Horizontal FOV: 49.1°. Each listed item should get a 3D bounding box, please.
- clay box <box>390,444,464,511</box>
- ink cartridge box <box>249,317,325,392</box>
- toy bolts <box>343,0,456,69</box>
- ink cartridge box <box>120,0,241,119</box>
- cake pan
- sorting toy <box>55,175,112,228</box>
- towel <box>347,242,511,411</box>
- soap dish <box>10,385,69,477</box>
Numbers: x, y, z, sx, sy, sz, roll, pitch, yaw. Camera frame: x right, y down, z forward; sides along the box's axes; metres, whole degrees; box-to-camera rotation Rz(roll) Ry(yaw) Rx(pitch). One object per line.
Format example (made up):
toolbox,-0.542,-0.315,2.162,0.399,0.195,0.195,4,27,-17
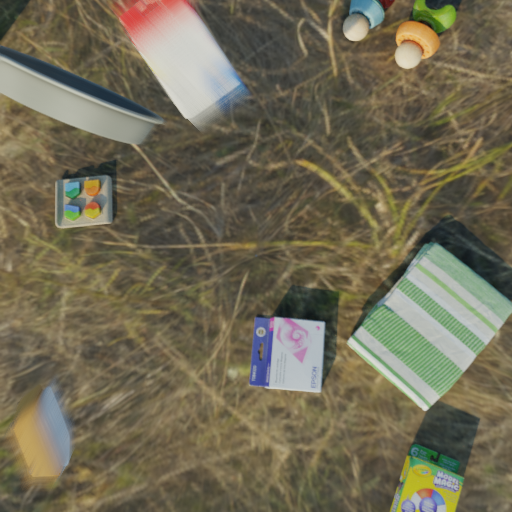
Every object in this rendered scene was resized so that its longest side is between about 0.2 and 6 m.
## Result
clay box,3.035,4.384,10.049,0.989,0.409,1.720,21,77,4
ink cartridge box,0.600,1.881,10.762,1.374,0.298,1.349,5,76,0
toy bolts,2.879,-5.162,11.867,2.140,2.044,1.484,30,83,26
ink cartridge box,-1.102,-3.027,8.303,0.986,0.571,1.697,-32,102,12
cake pan,-2.896,-2.516,8.880,2.853,2.853,0.523,27,103,7
sorting toy,-3.570,-1.138,11.572,1.146,0.209,1.061,-4,76,-1
towel,3.379,1.320,10.903,2.110,0.324,2.766,41,78,9
soap dish,-2.650,2.153,6.922,0.443,1.091,0.858,-20,99,-15
